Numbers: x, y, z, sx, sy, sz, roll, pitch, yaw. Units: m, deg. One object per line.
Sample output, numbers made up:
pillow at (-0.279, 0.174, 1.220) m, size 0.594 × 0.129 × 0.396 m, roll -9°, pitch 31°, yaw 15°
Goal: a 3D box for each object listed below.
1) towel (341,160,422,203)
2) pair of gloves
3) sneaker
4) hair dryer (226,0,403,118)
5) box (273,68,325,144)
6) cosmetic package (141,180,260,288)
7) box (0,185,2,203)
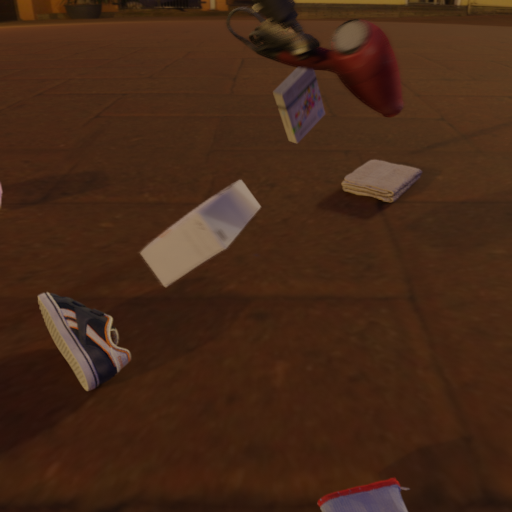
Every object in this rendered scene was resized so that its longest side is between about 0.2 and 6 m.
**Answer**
towel at (2.823, -1.700, 12.582) m, size 1.278 × 0.333 × 1.929 m, roll 19°, pitch 33°, yaw 29°
pair of gloves at (0.576, 2.931, 3.954) m, size 3.312 × 0.377 × 2.662 m, roll -9°, pitch 31°, yaw -14°
sneaker at (-2.219, 0.997, 7.215) m, size 0.679 × 0.670 × 1.710 m, roll -24°, pitch 48°, yaw -29°
hair dryer at (1.078, -3.003, 8.226) m, size 2.965 × 0.806 × 2.259 m, roll 31°, pitch 4°, yaw -16°
box at (0.906, -3.135, 11.526) m, size 0.270 × 1.310 × 1.021 m, roll 29°, pitch 68°, yaw 34°
cosmetic package at (-0.585, -0.348, 6.681) m, size 0.831 × 0.510 × 2.013 m, roll -34°, pitch 8°, yaw 18°
box at (-6.007, -1.288, 11.433) m, size 1.379 × 0.666 × 1.213 m, roll -9°, pitch 30°, yaw -17°
